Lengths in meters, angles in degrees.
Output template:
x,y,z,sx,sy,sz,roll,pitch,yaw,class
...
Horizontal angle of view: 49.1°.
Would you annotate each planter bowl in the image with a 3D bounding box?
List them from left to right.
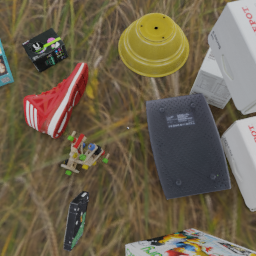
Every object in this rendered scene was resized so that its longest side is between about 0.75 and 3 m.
x,y,z,sx,sy,sz,roll,pitch,yaw,class
0.839,-2.812,8.679,2.307,0.961,2.307,0,68,-1,planter bowl

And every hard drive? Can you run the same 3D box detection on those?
x,y,z,sx,sy,sz,roll,pitch,yaw,class
-0.796,1.422,4.346,0.144,0.532,0.761,11,100,10,hard drive
1.525,0.451,7.566,1.843,0.578,2.732,-9,68,-4,hard drive

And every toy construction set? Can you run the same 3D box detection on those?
x,y,z,sx,sy,sz,roll,pitch,yaw,class
-1.261,0.757,7.143,1.084,1.300,0.999,23,75,18,toy construction set

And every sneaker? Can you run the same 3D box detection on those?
x,y,z,sx,sy,sz,roll,pitch,yaw,class
-2.136,-1.016,7.986,1.387,0.940,2.400,20,68,6,sneaker

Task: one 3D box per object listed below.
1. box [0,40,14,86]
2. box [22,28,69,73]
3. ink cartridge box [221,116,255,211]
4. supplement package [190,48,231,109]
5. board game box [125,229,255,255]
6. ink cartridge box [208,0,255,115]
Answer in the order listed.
x,y,z,sx,sy,sz,roll,pitch,yaw,class
-4.203,-2.135,8.675,0.753,0.449,1.829,-22,70,-9,box
-2.536,-2.402,8.668,1.069,0.664,0.794,-34,72,-12,box
4.240,0.646,7.129,2.947,1.243,2.133,-14,69,-5,ink cartridge box
2.537,-1.464,7.869,1.083,1.437,1.091,23,70,9,supplement package
1.238,2.251,4.439,1.623,2.571,0.445,-2,86,-27,board game box
2.659,-1.304,4.513,2.175,0.914,1.587,-16,74,-9,ink cartridge box
